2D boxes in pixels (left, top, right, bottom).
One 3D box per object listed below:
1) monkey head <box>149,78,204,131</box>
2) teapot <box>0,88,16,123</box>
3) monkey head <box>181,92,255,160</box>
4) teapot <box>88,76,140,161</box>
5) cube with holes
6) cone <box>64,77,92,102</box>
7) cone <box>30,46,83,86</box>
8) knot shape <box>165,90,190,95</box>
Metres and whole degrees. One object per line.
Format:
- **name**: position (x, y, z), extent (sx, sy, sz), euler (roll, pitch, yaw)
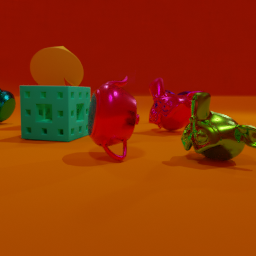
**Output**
- **monkey head**: position (1.031, -0.568, 6.758), extent (1.031, 1.231, 1.712), euler (1, -23, -41)
- **teapot**: position (-3.900, -0.742, 8.325), extent (0.799, 1.633, 1.015), euler (24, 45, 7)
- **monkey head**: position (1.203, -0.023, 3.891), extent (0.783, 0.934, 1.299), euler (0, 4, -21)
- **teapot**: position (-0.186, -0.211, 4.118), extent (0.721, 1.472, 0.915), euler (7, -29, -18)
- **cube with holes**: position (-1.492, -0.344, 5.924), extent (1.058, 1.058, 1.058), euler (3, 8, 15)
- **cone**: position (-1.494, -0.865, 7.865), extent (1.224, 1.229, 1.224), euler (-24, 18, 8)
- **cone**: position (-1.968, -2.021, 8.120), extent (1.420, 1.420, 1.425), euler (0, 44, -4)
- **knot shape**: position (1.609, -0.687, 9.038), extent (1.230, 1.151, 0.568), euler (19, -27, -1)
